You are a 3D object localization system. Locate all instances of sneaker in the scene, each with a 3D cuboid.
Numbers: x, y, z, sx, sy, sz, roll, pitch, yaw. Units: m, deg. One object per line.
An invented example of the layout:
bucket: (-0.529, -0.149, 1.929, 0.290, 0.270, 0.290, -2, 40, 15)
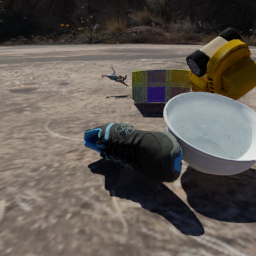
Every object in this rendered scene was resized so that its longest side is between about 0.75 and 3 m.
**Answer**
sneaker: (-0.003, 0.479, 5.597, 1.101, 0.984, 2.689, -2, 8, -30)

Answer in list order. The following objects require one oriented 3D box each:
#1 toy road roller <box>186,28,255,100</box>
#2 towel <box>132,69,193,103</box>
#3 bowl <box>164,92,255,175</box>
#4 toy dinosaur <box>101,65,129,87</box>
toy road roller: (3.274, -1.567, 9.155, 1.744, 2.839, 2.072, -35, 52, -3)
towel: (1.276, -1.528, 10.546, 2.277, 1.636, 0.259, 2, 50, 3)
bowl: (1.752, 0.239, 5.890, 2.228, 1.001, 2.228, 6, 39, -5)
toy dinosaur: (-0.623, -2.163, 12.431, 1.050, 1.157, 0.608, 0, 42, 22)
